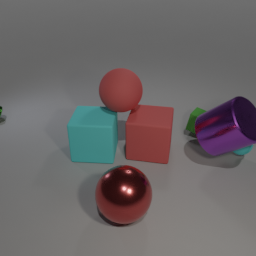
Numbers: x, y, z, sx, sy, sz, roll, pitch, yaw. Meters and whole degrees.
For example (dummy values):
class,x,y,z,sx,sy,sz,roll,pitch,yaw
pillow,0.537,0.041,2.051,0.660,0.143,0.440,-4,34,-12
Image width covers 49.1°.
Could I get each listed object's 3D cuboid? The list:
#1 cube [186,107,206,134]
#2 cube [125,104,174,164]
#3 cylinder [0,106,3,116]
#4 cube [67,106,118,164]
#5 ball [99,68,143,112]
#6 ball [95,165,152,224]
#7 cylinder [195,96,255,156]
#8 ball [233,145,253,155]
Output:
class,x,y,z,sx,sy,sz,roll,pitch,yaw
cube,2.640,-0.231,10.297,0.700,0.700,0.700,26,36,21
cube,0.734,0.166,9.325,1.400,1.400,1.400,6,31,10
cylinder,-5.532,-0.662,11.245,0.700,0.700,0.700,23,13,-37
cube,-1.105,0.194,9.299,1.400,1.400,1.400,2,30,4
ball,-0.230,-1.198,8.949,1.400,1.400,1.400,0,30,0
ball,-0.104,1.614,6.864,1.400,1.400,1.400,0,30,0
cylinder,2.948,-0.023,8.231,1.400,1.400,1.400,-30,-1,-41
ball,3.620,0.511,8.954,0.700,0.700,0.700,0,30,0
